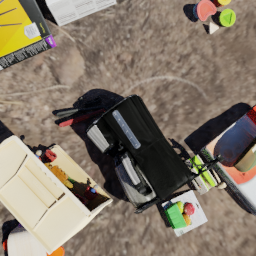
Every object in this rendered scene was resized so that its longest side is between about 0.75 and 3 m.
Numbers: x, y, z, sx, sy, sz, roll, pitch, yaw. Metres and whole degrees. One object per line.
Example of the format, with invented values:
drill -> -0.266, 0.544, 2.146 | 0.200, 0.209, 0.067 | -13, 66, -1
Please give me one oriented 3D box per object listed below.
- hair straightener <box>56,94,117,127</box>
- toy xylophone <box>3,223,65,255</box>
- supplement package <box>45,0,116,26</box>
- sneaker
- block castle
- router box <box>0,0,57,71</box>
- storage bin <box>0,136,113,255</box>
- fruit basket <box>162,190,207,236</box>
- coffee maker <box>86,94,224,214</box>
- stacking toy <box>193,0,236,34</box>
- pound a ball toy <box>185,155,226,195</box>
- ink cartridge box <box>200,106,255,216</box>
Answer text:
hair straightener -> -1.246, -0.647, 8.400 | 1.883, 0.385, 0.724 | -20, 77, -5
toy xylophone -> -2.602, 3.725, 7.137 | 1.966, 0.675, 2.686 | -5, 76, 5
supplement package -> -1.661, -4.559, 8.897 | 2.062, 1.143, 1.606 | -22, 77, 0
sneaker -> 3.822, 0.516, 7.279 | 1.031, 0.770, 2.297 | 43, 70, 12
block castle -> -1.748, 1.351, 7.222 | 1.898, 1.268, 0.891 | 40, 99, 10
router box -> -3.908, -3.516, 8.926 | 2.205, 0.755, 2.956 | -26, 77, -6
storage bin -> -1.819, 1.408, 6.759 | 2.470, 2.488, 1.166 | 43, 89, 10
fruit basket -> 1.549, 2.323, 7.682 | 0.997, 0.468, 0.924 | -19, 73, -22
coffee maker -> 0.565, 0.498, 7.499 | 2.540, 1.781, 2.645 | -29, 78, -17
stacking toy -> 2.850, -3.793, 9.279 | 1.294, 0.546, 1.171 | -27, 103, -3
pound a ball toy -> 2.102, 1.349, 7.917 | 0.760, 0.495, 1.166 | -21, 72, -36
ink cartridge box -> 3.977, 0.644, 7.909 | 2.985, 0.748, 2.421 | -38, 79, -6
